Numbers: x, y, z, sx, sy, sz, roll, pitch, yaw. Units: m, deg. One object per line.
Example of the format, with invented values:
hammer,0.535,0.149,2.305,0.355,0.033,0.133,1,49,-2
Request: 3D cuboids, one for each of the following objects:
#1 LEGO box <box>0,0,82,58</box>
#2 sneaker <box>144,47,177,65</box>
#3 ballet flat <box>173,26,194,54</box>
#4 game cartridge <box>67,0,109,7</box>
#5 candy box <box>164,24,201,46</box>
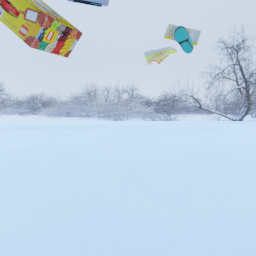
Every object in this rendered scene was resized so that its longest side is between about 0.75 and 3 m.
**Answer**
LEGO box,-3.091,-3.559,8.956,2.668,1.029,1.987,41,17,14
sneaker,1.463,-3.167,12.458,1.457,0.658,0.569,-10,0,13
ballet flat,1.349,-2.261,6.934,0.361,0.377,1.072,-18,-26,21
game cartridge,-1.713,-4.122,8.569,1.415,0.419,2.183,33,29,21
candy box,1.952,-3.344,10.030,1.209,0.618,0.160,17,-20,10
